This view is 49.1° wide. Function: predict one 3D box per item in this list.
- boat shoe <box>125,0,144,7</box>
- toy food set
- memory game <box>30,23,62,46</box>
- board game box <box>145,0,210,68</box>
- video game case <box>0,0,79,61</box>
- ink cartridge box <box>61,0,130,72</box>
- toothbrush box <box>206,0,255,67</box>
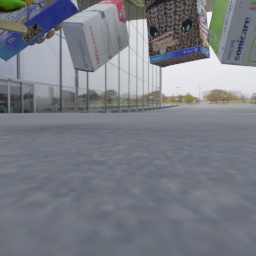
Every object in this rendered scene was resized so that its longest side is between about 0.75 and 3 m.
[{"bbox_3d":[0.082,-3.466,7.274,1.142,0.359,0.416,-1,39,-49],"label":"boat shoe"},{"bbox_3d":[-2.721,-2.975,5.899,1.419,2.056,0.413,4,-29,-22],"label":"toy food set"},{"bbox_3d":[-2.569,-3.425,9.194,2.041,0.130,2.041,-41,5,4],"label":"memory game"},{"bbox_3d":[1.832,-3.723,10.433,1.996,2.503,1.212,-5,0,33],"label":"board game box"},{"bbox_3d":[-2.468,-3.134,7.208,2.363,2.142,0.537,-27,-36,17],"label":"video game case"},{"bbox_3d":[-1.035,-3.234,9.752,0.990,1.700,2.334,14,44,29],"label":"ink cartridge box"},{"bbox_3d":[3.238,-3.185,8.201,1.177,1.991,2.735,7,31,4],"label":"toothbrush box"}]
